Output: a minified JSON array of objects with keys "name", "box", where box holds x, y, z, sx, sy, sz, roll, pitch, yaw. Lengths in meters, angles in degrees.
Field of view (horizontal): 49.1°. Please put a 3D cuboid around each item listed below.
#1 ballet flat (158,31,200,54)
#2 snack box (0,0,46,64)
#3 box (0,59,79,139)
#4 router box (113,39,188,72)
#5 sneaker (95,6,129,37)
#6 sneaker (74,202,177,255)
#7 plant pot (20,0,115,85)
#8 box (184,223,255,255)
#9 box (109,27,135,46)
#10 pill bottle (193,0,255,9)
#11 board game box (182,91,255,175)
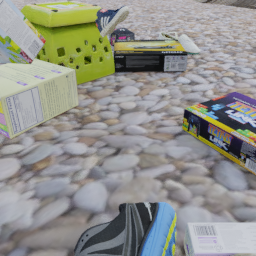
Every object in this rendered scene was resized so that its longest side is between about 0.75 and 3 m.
[{"name":"ballet flat","box":[2.403,-4.197,13.573,0.850,0.850,2.449,-27,40,-37]},{"name":"snack box","box":[-3.038,-2.247,5.505,1.853,2.197,0.743,11,67,33]},{"name":"box","box":[-2.998,-0.993,7.897,2.101,1.155,2.389,21,36,30]},{"name":"router box","box":[0.843,-3.077,11.725,2.882,0.753,2.266,-1,31,-2]},{"name":"sneaker","box":[-0.500,-2.939,7.370,0.545,0.614,1.454,-36,11,-27]},{"name":"sneaker","box":[-0.272,1.933,3.392,1.177,1.007,2.841,2,26,27]},{"name":"plant pot","box":[-2.313,-3.209,10.300,2.732,2.492,2.746,-24,39,-35]},{"name":"box","box":[2.190,1.723,3.992,2.721,0.526,0.564,0,31,-1]},{"name":"box","box":[-0.329,-4.517,14.108,0.902,0.783,1.476,-12,34,-19]},{"name":"pill bottle","box":[1.872,-2.983,5.050,2.533,1.441,1.441,-1,30,-17]},{"name":"board game box","box":[2.844,-0.004,6.729,1.967,0.675,2.380,-20,37,-28]}]
